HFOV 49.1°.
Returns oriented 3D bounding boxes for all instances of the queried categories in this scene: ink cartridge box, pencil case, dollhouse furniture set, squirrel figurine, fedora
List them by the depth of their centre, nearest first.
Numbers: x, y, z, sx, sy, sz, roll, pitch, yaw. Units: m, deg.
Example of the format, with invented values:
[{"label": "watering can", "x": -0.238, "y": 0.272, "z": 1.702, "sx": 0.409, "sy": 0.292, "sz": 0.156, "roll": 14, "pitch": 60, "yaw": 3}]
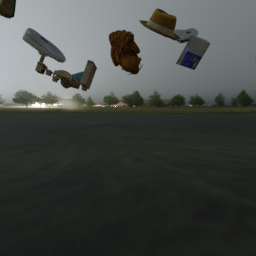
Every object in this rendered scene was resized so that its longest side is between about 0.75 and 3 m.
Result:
[{"label": "fedora", "x": 1.111, "y": -3.362, "z": 8.919, "sx": 1.558, "sy": 0.636, "sz": 1.558, "roll": 20, "pitch": 27, "yaw": -11}, {"label": "dollhouse furniture set", "x": -2.114, "y": -2.010, "z": 9.891, "sx": 1.918, "sy": 0.849, "sz": 0.994, "roll": 17, "pitch": -8, "yaw": 9}, {"label": "squirrel figurine", "x": -0.107, "y": -2.689, "z": 10.085, "sx": 1.160, "sy": 1.639, "sz": 1.530, "roll": -23, "pitch": 43, "yaw": 5}, {"label": "ink cartridge box", "x": 2.439, "y": -2.900, "z": 10.709, "sx": 1.211, "sy": 1.200, "sz": 0.263, "roll": 5, "pitch": 34, "yaw": -41}, {"label": "pencil case", "x": -2.111, "y": -1.923, "z": 11.295, "sx": 1.206, "sy": 0.557, "sz": 0.513, "roll": -10, "pitch": -19, "yaw": 27}]

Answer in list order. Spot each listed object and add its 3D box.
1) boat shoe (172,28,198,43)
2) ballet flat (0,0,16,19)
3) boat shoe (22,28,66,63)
[{"label": "boat shoe", "x": 2.277, "y": -3.733, "z": 11.557, "sx": 1.546, "sy": 0.546, "sz": 0.492, "roll": -19, "pitch": -26, "yaw": -33}, {"label": "ballet flat", "x": -2.913, "y": -3.569, "z": 6.832, "sx": 0.596, "sy": 1.687, "sz": 0.596, "roll": 19, "pitch": 17, "yaw": -6}, {"label": "boat shoe", "x": -3.295, "y": -3.127, "z": 11.043, "sx": 1.809, "sy": 0.591, "sz": 0.666, "roll": 40, "pitch": 25, "yaw": -17}]
